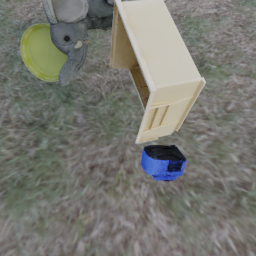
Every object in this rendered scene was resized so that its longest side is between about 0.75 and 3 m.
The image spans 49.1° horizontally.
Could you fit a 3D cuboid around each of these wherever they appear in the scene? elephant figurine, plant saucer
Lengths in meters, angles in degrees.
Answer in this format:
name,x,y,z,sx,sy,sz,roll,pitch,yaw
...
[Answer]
name,x,y,z,sx,sy,sz,roll,pitch,yaw
elephant figurine,-1.362,-2.785,7.200,2.635,1.864,2.044,-38,50,-12
plant saucer,-2.393,-2.254,8.416,1.707,1.707,0.265,11,29,9

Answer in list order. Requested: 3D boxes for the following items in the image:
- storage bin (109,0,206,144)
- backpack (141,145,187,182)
name,x,y,z,sx,sy,sz,roll,pitch,yaw
storage bin,0.414,-1.144,6.009,1.054,2.233,2.249,-13,65,-13
backpack,0.708,0.766,6.029,0.860,0.722,0.699,7,19,-18
